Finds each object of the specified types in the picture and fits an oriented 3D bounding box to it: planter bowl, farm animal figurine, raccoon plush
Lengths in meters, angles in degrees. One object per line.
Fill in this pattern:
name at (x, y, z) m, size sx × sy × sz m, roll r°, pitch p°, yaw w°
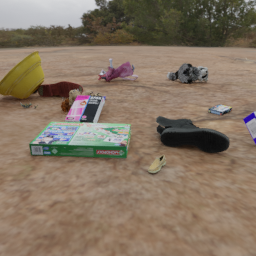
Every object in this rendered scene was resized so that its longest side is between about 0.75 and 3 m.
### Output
planter bowl at (-4.957, -2.290, 13.600) m, size 2.881 × 1.200 × 2.881 m, roll -41°, pitch 14°, yaw 12°
farm animal figurine at (-1.855, -1.229, 11.887) m, size 1.848 × 0.929 × 1.492 m, roll 6°, pitch 21°, yaw 15°
raccoon plush at (3.947, -3.542, 17.961) m, size 1.704 × 1.230 × 2.543 m, roll -4°, pitch 19°, yaw -33°

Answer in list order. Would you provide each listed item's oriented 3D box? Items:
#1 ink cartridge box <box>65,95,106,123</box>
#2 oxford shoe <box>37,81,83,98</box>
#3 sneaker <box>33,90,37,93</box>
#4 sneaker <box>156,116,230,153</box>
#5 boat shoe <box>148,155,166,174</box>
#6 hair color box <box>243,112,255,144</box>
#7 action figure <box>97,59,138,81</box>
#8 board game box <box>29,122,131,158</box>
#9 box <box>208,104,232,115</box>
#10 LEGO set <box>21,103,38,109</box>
ink cartridge box at (-1.548, -0.767, 10.627) m, size 1.047 × 0.410 × 2.211 m, roll 3°, pitch 35°, yaw 7°
oxford shoe at (-3.347, -2.031, 14.239) m, size 2.333 × 0.822 × 0.872 m, roll 2°, pitch 18°, yaw 7°
sneaker at (-5.157, -2.016, 14.790) m, size 0.564 × 0.389 × 1.014 m, roll -1°, pitch 12°, yaw 22°
sneaker at (1.891, 0.111, 8.583) m, size 2.369 × 0.711 × 1.236 m, roll 4°, pitch 25°, yaw 21°
boat shoe at (0.732, 0.891, 7.101) m, size 0.270 × 0.286 × 0.752 m, roll 11°, pitch 23°, yaw 27°
hair color box at (4.488, -0.099, 8.648) m, size 1.654 × 0.904 × 0.536 m, roll -9°, pitch -22°, yaw -27°
action figure at (-0.827, -3.441, 18.078) m, size 2.412 × 1.796 × 1.616 m, roll -24°, pitch -6°, yaw -14°
board game box at (-1.310, 0.310, 8.510) m, size 2.709 × 0.394 × 1.823 m, roll 2°, pitch 20°, yaw 4°
box at (3.869, -0.771, 11.747) m, size 0.907 × 0.171 × 0.619 m, roll -19°, pitch 28°, yaw -41°
LEGO set at (-4.348, -0.942, 12.274) m, size 0.767 × 0.217 × 0.498 m, roll 22°, pitch 29°, yaw 19°
